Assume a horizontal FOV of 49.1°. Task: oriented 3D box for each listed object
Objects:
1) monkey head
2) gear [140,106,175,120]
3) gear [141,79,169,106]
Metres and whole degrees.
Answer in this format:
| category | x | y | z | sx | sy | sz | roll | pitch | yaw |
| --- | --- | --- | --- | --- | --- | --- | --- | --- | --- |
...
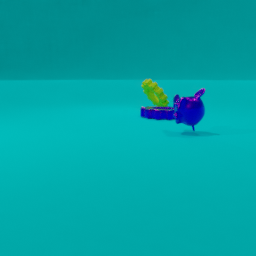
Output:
| category | x | y | z | sx | sy | sz | roll | pitch | yaw |
| --- | --- | --- | --- | --- | --- | --- | --- | --- | --- |
| monkey head | 1.639 | -0.549 | 7.597 | 0.810 | 1.344 | 0.967 | 2 | 36 | -4 |
| gear | 1.359 | -0.608 | 10.792 | 1.764 | 0.326 | 1.764 | 1 | 10 | 0 |
| gear | 1.229 | -1.539 | 12.796 | 0.284 | 1.538 | 1.538 | -41 | 22 | -11 |
